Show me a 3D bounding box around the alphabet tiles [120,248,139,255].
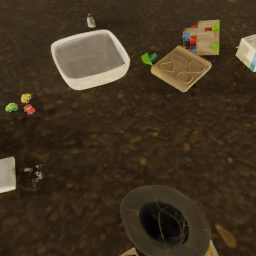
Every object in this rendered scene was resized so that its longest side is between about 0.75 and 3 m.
[{"bbox_3d":[0.241,4.475,7.009,2.132,0.096,2.550,-24,55,-18],"label":"alphabet tiles"}]

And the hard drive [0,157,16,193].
[{"bbox_3d":[-4.654,1.663,9.173,1.802,0.240,1.189,-13,52,-9],"label":"hard drive"}]

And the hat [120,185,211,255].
[{"bbox_3d":[1.061,2.361,7.541,2.498,2.498,1.008,25,30,18],"label":"hat"}]

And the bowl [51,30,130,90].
[{"bbox_3d":[-1.647,-2.880,12.273,2.962,1.106,2.958,-19,54,-15],"label":"bowl"}]

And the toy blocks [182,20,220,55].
[{"bbox_3d":[3.464,-4.363,13.547,1.788,1.307,2.615,2,49,16],"label":"toy blocks"}]

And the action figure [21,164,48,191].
[{"bbox_3d":[-3.028,1.529,9.113,0.613,0.526,1.031,4,52,17],"label":"action figure"}]

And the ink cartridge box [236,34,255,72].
[{"bbox_3d":[5.815,-3.518,12.857,0.999,0.973,1.554,-18,54,-14],"label":"ink cartridge box"}]

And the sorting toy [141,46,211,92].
[{"bbox_3d":[2.038,-2.890,12.714,2.834,0.417,2.095,36,64,22],"label":"sorting toy"}]

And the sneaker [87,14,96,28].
[{"bbox_3d":[-2.000,-5.741,15.007,0.376,0.413,1.007,-18,53,-14],"label":"sneaker"}]

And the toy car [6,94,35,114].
[{"bbox_3d":[-4.372,-0.919,11.233,1.086,0.257,1.154,-17,53,-14],"label":"toy car"}]

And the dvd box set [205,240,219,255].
[{"bbox_3d":[1.788,3.593,7.644,1.362,0.200,0.996,-13,53,-10],"label":"dvd box set"}]
